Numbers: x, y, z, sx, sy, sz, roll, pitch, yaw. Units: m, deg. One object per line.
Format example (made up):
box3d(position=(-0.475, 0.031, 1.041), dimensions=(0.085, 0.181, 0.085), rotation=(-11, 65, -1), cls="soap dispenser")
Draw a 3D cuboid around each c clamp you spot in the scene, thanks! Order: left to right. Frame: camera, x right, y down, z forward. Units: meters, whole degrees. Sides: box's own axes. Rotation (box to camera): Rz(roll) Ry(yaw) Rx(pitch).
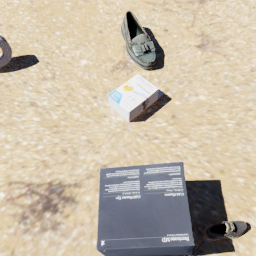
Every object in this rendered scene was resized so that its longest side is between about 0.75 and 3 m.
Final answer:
box3d(position=(1.012, 2.833, 6.895), dimensions=(1.335, 0.181, 1.141), rotation=(35, 68, 19), cls="c clamp")

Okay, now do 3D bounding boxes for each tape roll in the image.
box3d(position=(-4.779, -2.701, 9.924), dimensions=(1.228, 1.228, 0.406), rotation=(-29, 63, -18), cls="tape roll")

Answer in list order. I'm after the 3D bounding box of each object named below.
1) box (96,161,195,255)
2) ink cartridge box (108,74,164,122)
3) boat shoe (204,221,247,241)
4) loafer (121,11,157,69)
box3d(position=(0.401, 1.973, 6.719), dimensions=(2.113, 1.100, 1.924), rotation=(-5, 55, 8), cls="box")
box3d(position=(0.306, -1.110, 9.253), dimensions=(1.723, 0.584, 0.992), rotation=(-39, 65, -23), cls="ink cartridge box")
box3d(position=(2.459, 2.527, 6.932), dimensions=(1.100, 0.403, 0.410), rotation=(-13, 57, -8), cls="boat shoe")
box3d(position=(0.338, -3.368, 10.598), dimensions=(0.966, 0.846, 2.689), rotation=(-17, 58, -11), cls="loafer")
